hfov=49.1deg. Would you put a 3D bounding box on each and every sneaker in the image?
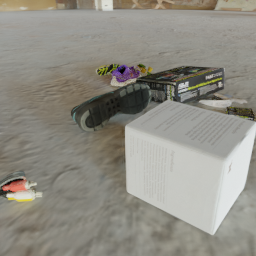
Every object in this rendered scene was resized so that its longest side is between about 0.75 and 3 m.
[{"bbox_3d":[-0.945,-2.854,13.384,1.301,0.491,0.497,-12,31,-25],"label":"sneaker"},{"bbox_3d":[-0.034,-2.416,12.198,0.794,0.822,1.969,15,30,24],"label":"sneaker"},{"bbox_3d":[-0.517,-0.820,8.834,2.778,1.048,1.101,-23,28,-28],"label":"sneaker"}]

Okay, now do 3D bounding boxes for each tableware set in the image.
[{"bbox_3d":[0.862,-2.697,12.931,1.099,0.250,1.631,30,19,1],"label":"tableware set"}]

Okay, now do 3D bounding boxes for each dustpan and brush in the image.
[{"bbox_3d":[3.467,-0.992,9.884,1.123,0.460,1.609,-18,33,-30],"label":"dustpan and brush"}]

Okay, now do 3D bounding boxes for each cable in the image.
[{"bbox_3d":[-2.520,1.262,5.357,1.651,0.802,0.415,-12,51,-13],"label":"cable"}]

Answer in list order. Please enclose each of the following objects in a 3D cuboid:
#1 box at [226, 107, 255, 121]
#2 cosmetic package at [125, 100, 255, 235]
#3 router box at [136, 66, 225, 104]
[{"bbox_3d":[3.681,-0.475,9.212,0.813,0.180,0.651,6,28,10],"label":"box"},{"bbox_3d":[1.189,0.619,5.574,1.973,1.641,1.651,19,34,34],"label":"cosmetic package"},{"bbox_3d":[1.955,-1.644,10.390,2.695,0.837,2.020,-21,24,-33],"label":"router box"}]
